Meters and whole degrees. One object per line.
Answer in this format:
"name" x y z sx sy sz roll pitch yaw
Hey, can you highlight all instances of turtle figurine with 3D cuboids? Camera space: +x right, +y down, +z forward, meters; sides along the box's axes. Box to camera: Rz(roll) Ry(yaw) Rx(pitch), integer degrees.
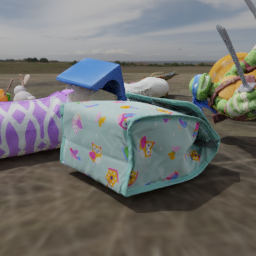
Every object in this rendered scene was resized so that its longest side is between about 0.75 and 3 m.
"turtle figurine" 2.592 -0.935 4.959 2.728 2.814 2.025 19 25 10

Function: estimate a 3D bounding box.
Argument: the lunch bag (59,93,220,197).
"lunch bag" 0.210 0.113 4.176 1.930 1.177 1.644 -8 15 -40

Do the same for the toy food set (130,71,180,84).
"toy food set" 1.055 -2.260 14.544 1.889 0.468 2.972 -5 -7 -35

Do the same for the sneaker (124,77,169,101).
"sneaker" 0.381 -1.491 12.039 2.767 1.041 1.224 -4 26 5

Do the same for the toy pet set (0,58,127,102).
"toy pet set" -1.650 -1.067 6.813 2.780 1.581 2.978 18 3 30

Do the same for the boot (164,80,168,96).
"boot" 1.139 -1.947 14.064 1.661 0.774 2.148 -2 13 4

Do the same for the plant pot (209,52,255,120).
"plant pot" 3.501 -1.156 8.622 1.928 1.928 1.765 2 29 9

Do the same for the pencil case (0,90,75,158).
"pencil case" -2.267 -0.042 4.882 2.719 1.163 1.141 -7 10 -33
